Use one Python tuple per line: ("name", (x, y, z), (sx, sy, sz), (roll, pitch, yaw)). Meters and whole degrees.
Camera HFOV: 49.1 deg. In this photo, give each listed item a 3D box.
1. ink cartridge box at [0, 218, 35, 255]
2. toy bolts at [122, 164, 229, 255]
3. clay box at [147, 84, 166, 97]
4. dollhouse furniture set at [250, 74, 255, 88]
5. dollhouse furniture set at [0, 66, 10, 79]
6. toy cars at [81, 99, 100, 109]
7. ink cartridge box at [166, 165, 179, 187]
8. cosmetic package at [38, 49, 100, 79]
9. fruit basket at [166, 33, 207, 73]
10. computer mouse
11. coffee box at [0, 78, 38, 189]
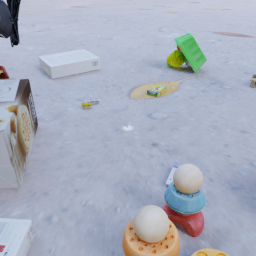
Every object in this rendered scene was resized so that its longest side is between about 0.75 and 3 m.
("ink cartridge box", (-2.294, 2.149, 5.025), (0.885, 0.423, 1.008), (3, 32, 5))
("toy bolts", (1.072, 1.661, 4.836), (1.996, 1.449, 2.089), (11, 33, 17))
("clay box", (1.166, -1.524, 11.225), (0.486, 0.201, 0.846), (19, 37, 26))
("dollhouse furniture set", (5.613, -2.037, 11.683), (0.898, 0.596, 0.787), (14, 34, 22))
("dollhouse furniture set", (-5.848, -1.625, 10.924), (2.487, 1.011, 1.338), (-1, 27, 33))
("toy cars", (-1.374, -0.876, 10.208), (0.372, 0.184, 0.830), (21, 34, 27))
("ink cartridge box", (1.234, 1.211, 6.819), (0.448, 0.157, 0.750), (13, 37, 19))
("cosmetic package", (-2.814, -3.134, 13.439), (2.428, 0.627, 1.830), (-18, 38, -26))
("fruit basket", (2.582, -3.385, 13.231), (1.831, 1.831, 1.321), (0, 31, 0))
("computer mouse", (-1.941, -1.909, 4.370), (0.352, 1.073, 1.529), (1, 7, 0))
("coffee box", (-3.263, -0.002, 7.329), (1.171, 1.680, 2.939), (-4, 32, -6))
